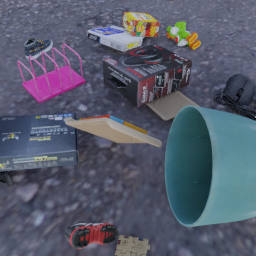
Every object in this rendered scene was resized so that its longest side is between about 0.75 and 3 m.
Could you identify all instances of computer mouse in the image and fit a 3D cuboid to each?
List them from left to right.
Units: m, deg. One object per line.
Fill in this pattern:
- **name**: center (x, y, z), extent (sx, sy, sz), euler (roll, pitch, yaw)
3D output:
- **computer mouse**: center (4.216, -1.348, 10.342), extent (1.723, 0.656, 2.488), euler (30, 42, 4)

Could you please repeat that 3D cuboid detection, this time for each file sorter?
- **file sorter**: center (-3.027, -2.259, 11.096), extent (2.112, 1.324, 1.468), euler (-30, 53, -27)

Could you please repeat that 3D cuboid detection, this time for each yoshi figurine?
- **yoshi figurine**: center (2.778, -4.722, 13.872), extent (1.099, 1.103, 1.962), euler (-13, 41, -34)

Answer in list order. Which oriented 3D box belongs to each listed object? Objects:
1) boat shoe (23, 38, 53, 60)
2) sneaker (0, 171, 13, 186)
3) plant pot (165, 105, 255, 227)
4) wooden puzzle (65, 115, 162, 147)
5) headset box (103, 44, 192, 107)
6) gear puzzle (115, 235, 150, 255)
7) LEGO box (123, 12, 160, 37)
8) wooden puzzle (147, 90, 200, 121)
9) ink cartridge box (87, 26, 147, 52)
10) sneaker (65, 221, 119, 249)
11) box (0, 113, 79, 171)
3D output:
- **boat shoe**: center (-4.189, -3.947, 13.169), extent (0.621, 0.797, 1.755), euler (17, 47, 16)
- **sneaker**: center (-3.844, 1.412, 8.102), extent (0.640, 0.369, 1.227), euler (-31, 48, -27)
- **plant pot**: center (2.460, 0.963, 6.957), extent (2.296, 2.861, 2.861), euler (5, 44, -11)
- **wooden puzzle**: center (-0.411, 0.051, 7.948), extent (2.192, 2.028, 0.408), euler (4, 75, 49)
- **headset box**: center (0.602, -2.070, 10.762), extent (2.970, 1.114, 2.207), euler (-25, 45, -28)
- **gear puzzle**: center (0.022, 3.250, 6.350), extent (0.814, 0.206, 1.571), euler (4, 45, 11)
- **LEGO box**: center (0.636, -5.311, 14.299), extent (1.370, 0.710, 1.840), euler (-3, 36, -17)
- **wooden puzzle**: center (1.566, -0.848, 10.329), extent (1.791, 0.311, 2.655), euler (-13, 39, -17)
- **ink cartridge box**: center (-0.485, -4.467, 13.815), extent (2.180, 0.518, 2.206), euler (25, 33, 24)
- **sneaker**: center (-0.855, 2.439, 6.527), extent (0.693, 0.501, 1.418), euler (1, -9, 45)
- **box**: center (-2.820, 0.364, 8.720), extent (2.510, 0.640, 1.979), euler (-4, 40, -9)
